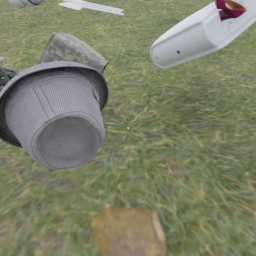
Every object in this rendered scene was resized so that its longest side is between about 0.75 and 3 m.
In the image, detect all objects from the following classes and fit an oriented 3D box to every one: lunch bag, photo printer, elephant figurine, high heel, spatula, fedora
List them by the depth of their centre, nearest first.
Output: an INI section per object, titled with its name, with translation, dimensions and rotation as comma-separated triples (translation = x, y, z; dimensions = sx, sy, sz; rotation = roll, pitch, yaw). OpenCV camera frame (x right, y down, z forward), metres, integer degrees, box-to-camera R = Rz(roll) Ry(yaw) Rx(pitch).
[fedora]
translation = -0.987, 0.003, 4.324
dimensions = 1.881, 2.127, 0.960
rotation = -25, 63, -13
[high heel]
translation = 2.005, -2.516, 5.514
dimensions = 0.543, 0.381, 1.129
rotation = -14, -11, 25
[elephant figurine]
translation = -3.171, -1.153, 6.708
dimensions = 0.879, 0.964, 1.243
rotation = 25, 8, 15
[lunch bag]
translation = -1.394, -1.860, 7.759
dimensions = 1.537, 1.102, 1.874
rotation = 31, 19, -8
[spatula]
translation = -1.004, -3.468, 8.061
dimensions = 1.804, 0.145, 1.254
rotation = 9, 28, -9
[photo printer]
translation = 2.080, -2.803, 8.165
dimensions = 2.395, 1.000, 2.879
rotation = -40, 16, -20

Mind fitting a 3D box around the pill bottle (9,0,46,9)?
[pill bottle]
translation = -2.635, -4.174, 8.068
dimensions = 1.813, 1.018, 1.018
rotation = -14, 33, 24
